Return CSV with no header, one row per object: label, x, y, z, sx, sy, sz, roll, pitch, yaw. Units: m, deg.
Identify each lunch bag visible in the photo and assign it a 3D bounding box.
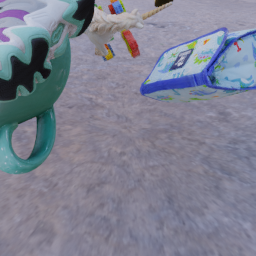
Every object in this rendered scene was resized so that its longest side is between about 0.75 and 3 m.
lunch bag,1.719,-1.283,6.352,2.393,1.525,2.035,-26,13,-32

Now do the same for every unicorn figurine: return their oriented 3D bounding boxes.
unicorn figurine,-0.722,-2.201,5.634,2.704,0.998,1.857,22,-1,-4

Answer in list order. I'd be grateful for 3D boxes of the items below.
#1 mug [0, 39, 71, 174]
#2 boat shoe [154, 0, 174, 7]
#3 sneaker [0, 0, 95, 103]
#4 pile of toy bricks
mug,-2.001,-0.923,4.247,2.249,2.738,1.693,15,24,23
boat shoe,1.239,-4.831,9.161,0.902,0.829,2.524,-13,-1,-2
sneaker,-1.167,-1.002,2.636,1.163,0.646,1.663,26,52,5
pile of toy bricks,-0.786,-3.113,7.956,1.621,2.923,1.443,-28,23,0
